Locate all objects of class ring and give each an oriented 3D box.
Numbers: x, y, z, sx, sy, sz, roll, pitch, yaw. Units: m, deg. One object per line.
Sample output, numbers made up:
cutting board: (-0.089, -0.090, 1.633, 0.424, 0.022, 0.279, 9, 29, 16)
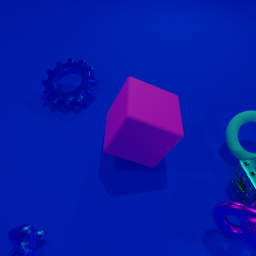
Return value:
ring: (3.053, 0.228, 6.814, 1.334, 0.267, 1.334, 0, 78, -1)

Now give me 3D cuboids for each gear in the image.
gear: (-1.725, -1.337, 8.299, 1.579, 0.292, 1.579, -3, 66, 7)

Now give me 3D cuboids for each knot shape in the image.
knot shape: (2.390, 1.610, 4.875, 1.657, 1.551, 0.766, -7, 75, 7)

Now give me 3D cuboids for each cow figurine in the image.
cow figurine: (-1.794, 2.355, 4.935, 0.673, 1.207, 1.226, -20, 85, -2)

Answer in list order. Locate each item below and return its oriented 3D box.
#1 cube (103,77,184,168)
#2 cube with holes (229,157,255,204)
cube: (0.321, -0.106, 6.508, 1.326, 1.326, 1.326, 19, 44, -17)
cube with holes: (2.786, 1.147, 5.998, 0.757, 0.757, 0.757, -9, 47, -8)
